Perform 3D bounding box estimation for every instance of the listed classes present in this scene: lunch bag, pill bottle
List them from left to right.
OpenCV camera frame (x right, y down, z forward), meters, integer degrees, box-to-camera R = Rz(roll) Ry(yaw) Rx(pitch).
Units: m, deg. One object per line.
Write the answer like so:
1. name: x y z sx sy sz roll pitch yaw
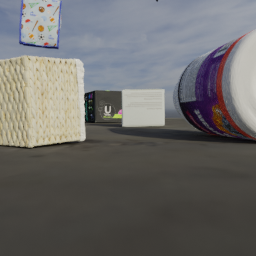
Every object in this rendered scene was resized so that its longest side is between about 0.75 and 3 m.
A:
1. lunch bag: -2.669 -3.153 8.570 1.210 1.424 0.882 3 -6 -14
2. pill bottle: 1.557 -0.554 4.306 1.373 1.373 2.464 0 3 -9

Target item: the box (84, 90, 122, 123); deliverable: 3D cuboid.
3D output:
1. box: -1.146 -0.988 13.429 1.751 1.466 2.358 -1 2 -26

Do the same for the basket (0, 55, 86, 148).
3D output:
1. basket: -1.104 -0.303 3.218 0.980 0.989 0.795 1 4 32

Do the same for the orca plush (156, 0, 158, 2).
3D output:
1. orca plush: 0.444 -3.864 8.083 0.940 0.334 0.495 32 33 2

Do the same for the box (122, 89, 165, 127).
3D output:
1. box: 0.433 -0.590 8.508 1.258 1.078 1.252 -2 3 0
